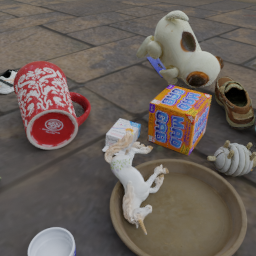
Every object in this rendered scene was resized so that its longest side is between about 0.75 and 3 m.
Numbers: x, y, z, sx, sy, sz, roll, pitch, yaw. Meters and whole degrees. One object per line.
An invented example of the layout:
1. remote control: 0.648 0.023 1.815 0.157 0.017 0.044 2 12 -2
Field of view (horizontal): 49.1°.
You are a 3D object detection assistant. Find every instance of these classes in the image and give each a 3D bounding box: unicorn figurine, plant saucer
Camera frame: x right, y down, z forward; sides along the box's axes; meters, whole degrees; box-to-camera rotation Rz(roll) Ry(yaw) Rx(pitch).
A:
1. unicorn figurine: 0.206 1.176 6.266 1.428 0.768 2.080 -31 65 -25
2. plant saucer: 1.033 1.746 6.067 2.860 0.421 2.860 0 36 0

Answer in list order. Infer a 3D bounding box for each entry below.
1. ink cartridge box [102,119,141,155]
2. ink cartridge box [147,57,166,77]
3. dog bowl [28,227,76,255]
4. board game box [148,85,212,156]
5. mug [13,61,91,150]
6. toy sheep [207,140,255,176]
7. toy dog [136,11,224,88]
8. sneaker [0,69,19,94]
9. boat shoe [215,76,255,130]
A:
1. ink cartridge box: -0.172 0.259 8.079 0.716 0.422 1.243 16 35 16
2. ink cartridge box: 2.347 -3.139 12.904 2.413 0.567 2.385 -6 36 -12
3. dog bowl: -1.421 2.338 5.292 0.851 0.335 0.851 0 36 0
4. board game box: 1.476 -0.271 8.126 1.321 1.322 1.320 20 40 26
5. mug: -2.223 -0.765 8.569 2.300 1.728 2.591 -13 41 -15
6. toy sheep: 2.628 0.777 7.026 1.329 0.916 0.916 8 35 -6
7. toy dog: 2.199 -2.741 10.460 1.974 2.743 2.830 -37 82 -33
8. sneaker: -4.364 -2.031 11.142 0.702 0.762 1.904 16 37 24
9. boat shoe: 3.562 -1.085 9.347 1.012 0.988 2.676 -12 38 7
